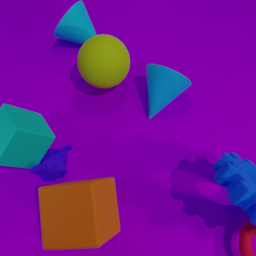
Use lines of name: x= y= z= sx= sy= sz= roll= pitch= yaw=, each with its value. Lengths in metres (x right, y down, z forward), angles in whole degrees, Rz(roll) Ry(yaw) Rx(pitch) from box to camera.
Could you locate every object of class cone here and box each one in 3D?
cone: x=-1.278 y=-2.810 z=8.396 sx=1.315 sy=1.310 sz=1.310 roll=40 pitch=66 yaw=-10
cone: x=0.820 y=-0.816 z=7.376 sx=1.268 sy=1.268 sz=1.273 roll=23 pitch=89 yaw=12

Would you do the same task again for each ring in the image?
ring: x=2.855 y=2.374 z=5.513 sx=1.285 sy=0.257 sz=1.285 roll=-4 pitch=57 yaw=7

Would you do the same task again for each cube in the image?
cube: x=-2.364 y=0.202 z=6.112 sx=0.948 sy=0.948 sz=0.948 roll=-55 pitch=51 yaw=14
cube: x=-0.909 y=1.610 z=5.453 sx=1.126 sy=1.126 sz=1.126 roll=-10 pitch=82 yaw=17

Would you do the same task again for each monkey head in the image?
monkey head: x=-1.826 y=0.789 z=6.395 sx=1.208 sy=0.869 sz=0.728 roll=-25 pitch=59 yaw=20

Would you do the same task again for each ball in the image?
ball: x=-0.626 y=-1.710 z=7.248 sx=1.350 sy=1.350 sz=1.350 roll=0 pitch=61 yaw=0

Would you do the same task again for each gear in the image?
gear: x=2.551 y=1.278 z=5.274 sx=2.031 sy=2.031 sz=0.376 roll=43 pitch=113 yaw=20
